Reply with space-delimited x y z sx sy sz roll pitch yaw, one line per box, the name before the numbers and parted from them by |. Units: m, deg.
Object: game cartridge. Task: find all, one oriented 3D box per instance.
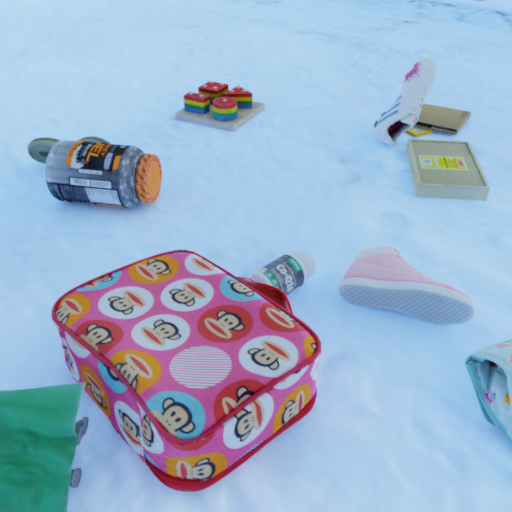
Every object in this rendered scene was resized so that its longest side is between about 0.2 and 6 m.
game cartridge | 3.834 -2.977 13.337 0.571 0.093 0.503 -19 40 -25

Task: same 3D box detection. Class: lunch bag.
lunch bag | -0.714 1.033 6.751 2.589 1.204 2.939 -27 44 -33
lunch bag | 3.333 1.551 6.233 1.402 1.004 1.646 -15 44 -18

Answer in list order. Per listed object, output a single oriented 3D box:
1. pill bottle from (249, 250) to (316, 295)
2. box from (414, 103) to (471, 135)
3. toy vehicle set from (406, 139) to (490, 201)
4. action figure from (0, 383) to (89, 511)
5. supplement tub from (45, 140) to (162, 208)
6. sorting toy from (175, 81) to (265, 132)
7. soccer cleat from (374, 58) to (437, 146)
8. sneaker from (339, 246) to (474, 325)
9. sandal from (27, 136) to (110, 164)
pill bottle | 0.397 0.302 8.347 0.972 0.550 0.550 -30 45 -34
box | 4.502 -3.397 13.804 1.245 0.162 1.524 19 37 24
toy vehicle set | 3.879 -1.820 11.544 1.343 0.287 2.162 4 36 6
action figure | -3.025 1.836 5.523 2.571 1.519 0.703 8 -7 -2
supplement tub | -2.779 -1.499 10.358 1.889 1.157 1.157 6 36 8
sorting toy | -0.894 -3.852 14.125 1.695 0.593 1.705 17 39 22
soccer cleat | 3.446 -3.336 12.414 0.710 2.032 0.877 18 27 -31
sneaker | 2.209 0.341 8.084 1.865 0.702 0.975 10 48 21
sandal | -3.709 -1.942 11.417 2.141 0.850 0.611 3 53 15
